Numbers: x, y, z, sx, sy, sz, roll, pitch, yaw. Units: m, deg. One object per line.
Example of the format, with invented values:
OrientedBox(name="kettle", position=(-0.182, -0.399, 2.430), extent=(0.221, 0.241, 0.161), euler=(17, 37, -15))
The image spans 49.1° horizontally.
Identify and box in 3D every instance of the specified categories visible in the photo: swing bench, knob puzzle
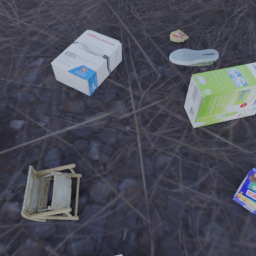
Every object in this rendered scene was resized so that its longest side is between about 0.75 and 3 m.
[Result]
OrientedBox(name="swing bench", position=(-2.527, 2.179, 9.420), extent=(1.658, 1.075, 1.649), euler=(-4, 57, 4))
OrientedBox(name="knob puzzle", position=(2.562, -4.691, 14.513), extent=(0.986, 0.137, 0.986), euler=(0, 56, 0))

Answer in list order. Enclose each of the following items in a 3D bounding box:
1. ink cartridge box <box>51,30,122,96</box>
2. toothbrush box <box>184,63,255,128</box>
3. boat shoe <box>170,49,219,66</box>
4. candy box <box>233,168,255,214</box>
OrientedBox(name="ink cartridge box", position=(-1.785, -3.038, 12.799), extent=(1.960, 1.142, 2.711), euler=(27, 61, 17))
OrientedBox(name="toothbrush box", position=(3.857, -1.275, 11.102), extent=(2.788, 2.030, 1.200), euler=(-13, 57, -8))
OrientedBox(name="boat shoe", position=(2.741, -2.852, 11.733), extent=(2.052, 0.636, 0.739), euler=(-1, 64, -3))
OrientedBox(name="candy box", position=(4.478, 2.223, 9.683), extent=(1.118, 0.509, 1.323), euler=(33, 64, 19))
